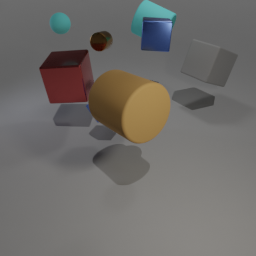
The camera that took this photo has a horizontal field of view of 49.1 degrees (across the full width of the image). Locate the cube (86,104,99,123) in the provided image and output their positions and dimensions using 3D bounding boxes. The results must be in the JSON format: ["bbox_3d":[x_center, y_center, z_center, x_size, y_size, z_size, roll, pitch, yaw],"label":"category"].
[{"bbox_3d":[-0.815,-0.726,9.297,0.700,0.700,0.700,-24,18,35],"label":"cube"}]

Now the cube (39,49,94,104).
[{"bbox_3d":[-2.095,-1.831,9.943,1.400,1.400,1.400,-2,37,7],"label":"cube"}]

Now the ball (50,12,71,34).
[{"bbox_3d":[-2.320,-3.575,9.584,0.700,0.700,0.700,0,32,0],"label":"ball"}]

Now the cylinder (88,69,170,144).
[{"bbox_3d":[0.018,-0.532,6.525,1.400,1.400,1.400,-23,34,-32],"label":"cylinder"}]

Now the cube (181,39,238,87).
[{"bbox_3d":[3.287,-2.629,11.402,1.400,1.400,1.400,2,24,-41],"label":"cube"}]

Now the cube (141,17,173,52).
[{"bbox_3d":[0.693,-2.338,6.972,0.700,0.700,0.700,4,28,1],"label":"cube"}]

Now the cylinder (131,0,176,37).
[{"bbox_3d":[1.051,-4.285,11.500,1.400,1.400,1.400,29,38,8],"label":"cylinder"}]

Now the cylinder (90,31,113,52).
[{"bbox_3d":[-1.026,-3.372,10.859,0.700,0.700,0.700,9,26,14],"label":"cylinder"}]
